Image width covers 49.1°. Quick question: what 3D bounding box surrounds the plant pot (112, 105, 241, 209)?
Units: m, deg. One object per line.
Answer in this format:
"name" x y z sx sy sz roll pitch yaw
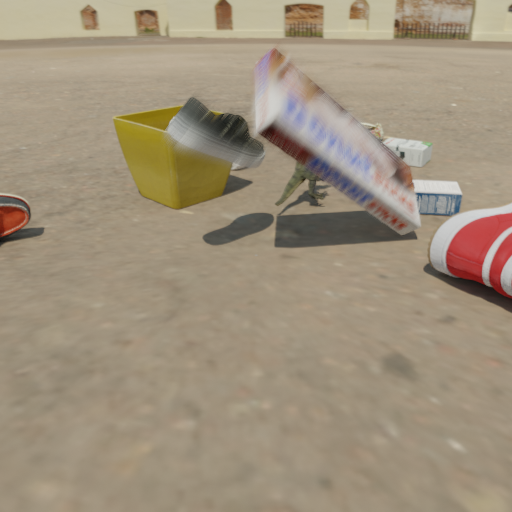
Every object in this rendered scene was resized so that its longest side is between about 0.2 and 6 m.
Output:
"plant pot" -1.570 -2.025 11.536 1.901 1.676 1.900 22 33 40

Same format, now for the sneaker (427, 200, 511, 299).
"sneaker" 4.561 -0.244 8.248 3.586 1.277 2.017 -20 27 -22

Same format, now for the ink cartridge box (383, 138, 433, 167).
"ink cartridge box" 3.784 -2.633 14.210 1.131 0.470 0.829 15 29 29

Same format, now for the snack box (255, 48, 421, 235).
"snack box" 1.388 -1.634 8.805 0.453 3.724 1.339 -25 53 37

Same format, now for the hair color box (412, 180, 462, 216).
"hair color box" 3.194 -1.178 11.139 1.588 0.480 0.794 5 26 10

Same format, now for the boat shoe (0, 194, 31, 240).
"boat shoe" -4.851 -0.410 9.145 2.345 0.835 0.734 -16 31 -26

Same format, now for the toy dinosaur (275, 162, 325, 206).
"toy dinosaur" 1.058 -1.610 11.155 0.474 0.880 1.997 2 60 56

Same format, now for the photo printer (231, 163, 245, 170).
"photo printer" -0.613 -2.457 13.929 1.136 0.395 0.945 17 30 32

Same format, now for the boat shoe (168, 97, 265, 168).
"boat shoe" -0.430 -1.850 8.540 0.759 0.626 2.212 41 20 23

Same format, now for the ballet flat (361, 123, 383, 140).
"ballet flat" 2.869 -3.563 16.113 1.650 0.527 0.624 -6 26 -11
